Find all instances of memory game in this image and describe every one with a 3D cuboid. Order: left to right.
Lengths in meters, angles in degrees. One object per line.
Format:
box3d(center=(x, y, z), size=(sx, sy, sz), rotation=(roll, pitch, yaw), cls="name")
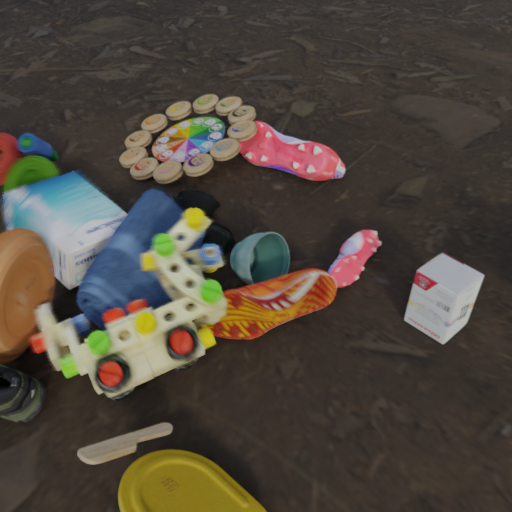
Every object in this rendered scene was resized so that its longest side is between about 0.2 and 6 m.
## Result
box3d(center=(-1.765, -3.085, 14.301), size=(3.714, 0.237, 3.714), rotation=(-11, 44, 11), cls="memory game")

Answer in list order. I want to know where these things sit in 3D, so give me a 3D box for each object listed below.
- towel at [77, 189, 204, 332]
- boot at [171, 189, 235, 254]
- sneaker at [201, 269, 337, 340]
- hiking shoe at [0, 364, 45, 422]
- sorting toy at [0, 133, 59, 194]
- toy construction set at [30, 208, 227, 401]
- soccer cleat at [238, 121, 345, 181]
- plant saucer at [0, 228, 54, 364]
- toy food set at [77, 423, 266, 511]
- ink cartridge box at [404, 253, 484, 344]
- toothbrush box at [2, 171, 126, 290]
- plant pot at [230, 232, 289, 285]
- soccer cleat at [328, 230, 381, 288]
box3d(center=(-2.017, 0.185, 10.019), size=(0.699, 1.608, 2.881), rotation=(-22, 31, 37), cls="towel")
box3d(center=(-1.153, -0.773, 11.979), size=(1.809, 0.669, 1.482), rotation=(10, 37, 12), cls="boot")
box3d(center=(0.181, 0.865, 9.970), size=(2.531, 0.924, 0.976), rotation=(-12, 6, -6), cls="sneaker")
box3d(center=(-4.431, 1.807, 8.233), size=(2.452, 1.234, 0.928), rotation=(2, 55, 3), cls="hiking shoe")
box3d(center=(-5.296, -1.952, 13.003), size=(2.679, 1.100, 1.610), rotation=(35, 92, 18), cls="sorting toy")
box3d(center=(-1.915, 0.893, 8.769), size=(3.458, 1.593, 2.268), rotation=(-28, 71, -2), cls="toy construction set")
box3d(center=(0.757, -2.567, 14.023), size=(3.199, 1.067, 1.223), rotation=(26, 8, 40), cls="soccer cleat")
box3d(center=(-3.825, 0.652, 8.999), size=(0.353, 2.186, 2.186), rotation=(9, 40, 6), cls="plant saucer")
box3d(center=(-0.963, 3.313, 6.974), size=(2.640, 0.862, 1.553), rotation=(33, 25, 31), cls="toy food set")
box3d(center=(3.227, 0.741, 9.706), size=(0.839, 1.160, 0.843), rotation=(-28, 48, -34), cls="ink cartridge box")
box3d(center=(-3.666, -0.574, 11.134), size=(2.225, 0.949, 1.629), rotation=(35, 43, 26), cls="toothbrush box")
box3d(center=(-0.011, 0.081, 10.667), size=(0.754, 1.126, 1.126), rotation=(8, 35, 43), cls="plant pot")
box3d(center=(1.833, 0.062, 11.082), size=(0.659, 0.575, 1.723), rotation=(-5, 32, 49), cls="soccer cleat")
